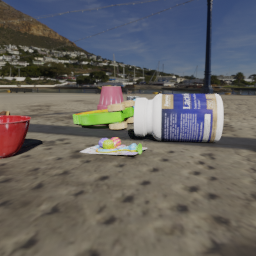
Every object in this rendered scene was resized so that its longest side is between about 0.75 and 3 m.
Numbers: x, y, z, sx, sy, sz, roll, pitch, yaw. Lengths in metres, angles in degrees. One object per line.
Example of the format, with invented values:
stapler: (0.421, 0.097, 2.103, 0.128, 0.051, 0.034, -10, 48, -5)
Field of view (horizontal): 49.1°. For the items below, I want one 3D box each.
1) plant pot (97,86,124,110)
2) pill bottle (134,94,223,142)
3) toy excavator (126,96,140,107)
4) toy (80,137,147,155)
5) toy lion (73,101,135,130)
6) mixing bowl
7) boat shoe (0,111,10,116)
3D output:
plant pot: (-0.963, -1.664, 16.340, 1.698, 1.519, 1.698, -1, 9, 0)
pill bottle: (1.362, -0.289, 7.825, 2.312, 1.338, 1.338, 1, 9, 7)
toy excavator: (1.065, -1.141, 15.018, 1.917, 0.958, 1.864, 10, 12, 29)
toy: (-0.335, 0.402, 6.620, 1.411, 0.333, 0.812, 4, 9, 25)
toy lion: (-1.071, -0.476, 11.177, 2.624, 0.940, 2.737, -5, 7, 15)
mixing bowl: (-2.933, 0.207, 6.194, 1.553, 0.841, 1.553, 0, 9, 0)
boat shoe: (-4.126, -0.153, 8.929, 0.726, 0.727, 2.065, 0, 8, -21)
